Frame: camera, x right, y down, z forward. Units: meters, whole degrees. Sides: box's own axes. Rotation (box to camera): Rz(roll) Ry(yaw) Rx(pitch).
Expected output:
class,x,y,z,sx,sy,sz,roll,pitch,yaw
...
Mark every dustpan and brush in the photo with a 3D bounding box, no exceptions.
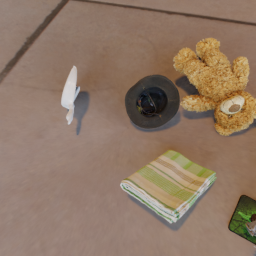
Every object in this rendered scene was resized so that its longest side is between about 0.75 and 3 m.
class,x,y,z,sx,sy,sz,roll,pitch,yaw
dustpan and brush,-1.539,-0.746,7.539,0.471,1.149,1.646,17,47,-5

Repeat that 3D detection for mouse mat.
class,x,y,z,sx,sy,sz,roll,pitch,yaw
mouse mat,2.884,2.088,6.037,1.219,0.046,0.981,27,56,19

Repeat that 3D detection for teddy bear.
class,x,y,z,sx,sy,sz,roll,pitch,yaw
teddy bear,2.389,-1.245,7.598,2.073,0.955,2.860,-8,70,0

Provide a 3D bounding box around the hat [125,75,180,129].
class,x,y,z,sx,sy,sz,roll,pitch,yaw
hat,0.665,-0.701,7.601,1.479,0.596,1.479,1,96,6

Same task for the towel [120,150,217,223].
class,x,y,z,sx,sy,sz,roll,pitch,yaw
towel,0.945,1.117,6.151,1.417,0.292,1.900,29,37,30

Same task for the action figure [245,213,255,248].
class,x,y,z,sx,sy,sz,roll,pitch,yaw
action figure,3.206,1.814,5.638,1.518,0.809,2.333,20,65,-10
